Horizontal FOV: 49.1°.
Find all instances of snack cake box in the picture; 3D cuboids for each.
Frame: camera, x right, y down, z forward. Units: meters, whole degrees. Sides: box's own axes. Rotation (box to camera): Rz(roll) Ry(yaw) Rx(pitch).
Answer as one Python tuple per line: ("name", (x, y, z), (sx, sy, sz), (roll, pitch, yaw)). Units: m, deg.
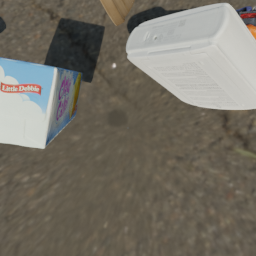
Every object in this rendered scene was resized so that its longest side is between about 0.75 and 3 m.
("snack cake box", (-1.622, -0.540, 4.103), (1.556, 2.705, 0.909), (11, 99, -6))

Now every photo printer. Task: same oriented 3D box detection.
("photo printer", (1.192, -0.888, 4.247), (1.667, 2.004, 0.696), (9, 75, 49))

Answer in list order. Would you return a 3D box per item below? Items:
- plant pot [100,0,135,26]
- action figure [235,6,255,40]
("plant pot", (-0.294, -3.093, 5.865), (0.768, 1.664, 1.664), (-25, 62, 12))
("action figure", (2.098, -1.840, 5.509), (1.729, 0.904, 1.673), (1, 36, 5))
